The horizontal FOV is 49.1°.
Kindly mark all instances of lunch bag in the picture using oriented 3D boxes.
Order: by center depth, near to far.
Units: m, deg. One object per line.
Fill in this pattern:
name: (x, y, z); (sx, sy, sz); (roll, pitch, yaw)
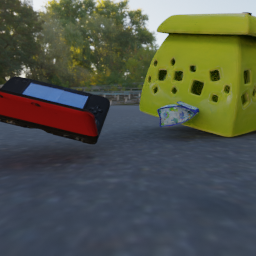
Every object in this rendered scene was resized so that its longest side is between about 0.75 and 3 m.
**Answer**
lunch bag: (1.101, -0.310, 6.034); (0.806, 0.514, 0.685); (-7, 5, 20)

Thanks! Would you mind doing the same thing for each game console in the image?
game console: (-1.262, -0.518, 4.228); (1.881, 1.116, 1.621); (14, 42, 1)

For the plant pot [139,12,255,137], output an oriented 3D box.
plant pot: (2.319, -1.529, 7.393); (2.873, 2.620, 2.888); (-10, 22, -43)
